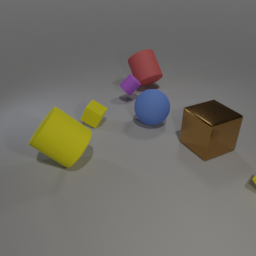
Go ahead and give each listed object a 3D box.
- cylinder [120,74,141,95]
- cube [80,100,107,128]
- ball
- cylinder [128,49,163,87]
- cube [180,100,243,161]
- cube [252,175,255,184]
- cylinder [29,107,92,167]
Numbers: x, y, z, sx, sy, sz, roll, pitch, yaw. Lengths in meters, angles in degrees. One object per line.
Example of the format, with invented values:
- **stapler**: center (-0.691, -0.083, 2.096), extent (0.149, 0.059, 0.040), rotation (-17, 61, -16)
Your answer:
- **cylinder**: center (0.104, -1.971, 12.778), extent (0.700, 0.700, 0.700), rotation (43, 14, -14)
- **cube**: center (-1.349, -0.557, 11.110), extent (0.700, 0.700, 0.700), rotation (30, 34, -2)
- **ball**: center (0.948, -0.821, 10.981), extent (1.400, 1.400, 1.400), rotation (0, 31, 0)
- **cylinder**: center (0.862, -2.985, 14.052), extent (1.400, 1.400, 1.400), rotation (-20, -7, -2)
- **cube**: center (2.809, 0.035, 9.640), extent (1.400, 1.400, 1.400), rotation (-16, 35, -24)
- **cube**: center (4.015, 1.432, 7.651), extent (0.700, 0.700, 0.700), rotation (-38, 5, -31)
- **cylinder**: center (-2.083, 0.289, 8.716), extent (1.400, 1.400, 1.400), rotation (36, 25, -19)
